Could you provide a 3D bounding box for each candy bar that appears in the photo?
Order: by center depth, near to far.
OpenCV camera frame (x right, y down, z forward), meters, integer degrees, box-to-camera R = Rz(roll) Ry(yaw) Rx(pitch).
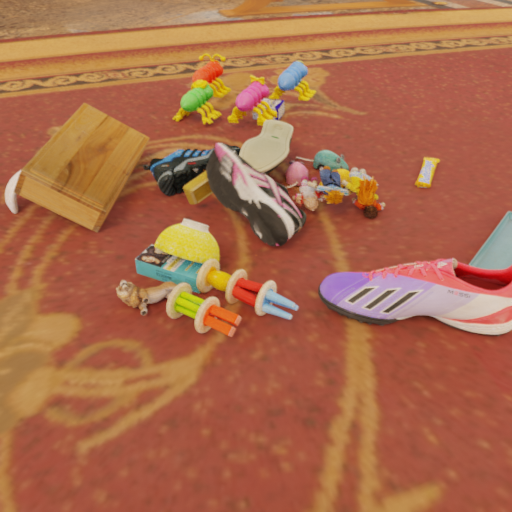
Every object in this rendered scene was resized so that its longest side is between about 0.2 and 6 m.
[{"bbox_3d":[3.826,-1.864,12.527,0.359,0.160,1.441,13,37,18],"label":"candy bar"}]

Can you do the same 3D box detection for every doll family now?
[{"bbox_3d":[1.701,-1.328,11.046,1.898,0.855,1.178,7,37,-4],"label":"doll family"}]

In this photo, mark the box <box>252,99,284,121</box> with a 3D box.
[{"bbox_3d":[0.342,-3.979,15.241,0.737,0.387,0.678,10,38,13],"label":"box"}]

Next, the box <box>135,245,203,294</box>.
[{"bbox_3d":[-1.380,0.208,9.532,1.276,0.314,0.525,16,39,21],"label":"box"}]

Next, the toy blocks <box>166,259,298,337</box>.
[{"bbox_3d":[-0.323,0.755,8.540,1.637,0.595,1.365,20,40,25],"label":"toy blocks"}]

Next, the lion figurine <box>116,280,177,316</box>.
[{"bbox_3d":[-1.621,0.609,8.970,1.150,0.417,0.704,-3,22,-25],"label":"lion figurine"}]

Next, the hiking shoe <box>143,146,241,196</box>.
[{"bbox_3d":[-1.276,-2.077,12.131,2.155,0.802,0.934,-21,56,-27],"label":"hiking shoe"}]

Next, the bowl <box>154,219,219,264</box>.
[{"bbox_3d":[-1.099,-0.281,9.510,1.124,0.605,1.124,17,3,-1],"label":"bowl"}]

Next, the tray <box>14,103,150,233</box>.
[{"bbox_3d":[-3.461,-1.975,11.679,1.660,0.623,3.365,27,35,-13],"label":"tray"}]

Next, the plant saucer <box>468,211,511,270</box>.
[{"bbox_3d":[4.595,-0.151,10.131,0.788,0.214,2.253,24,41,29],"label":"plant saucer"}]

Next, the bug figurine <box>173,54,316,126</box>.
[{"bbox_3d":[-0.492,-4.561,15.107,3.858,0.993,2.992,9,43,23],"label":"bug figurine"}]

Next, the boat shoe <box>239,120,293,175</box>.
[{"bbox_3d":[0.220,-2.170,12.263,0.928,0.873,2.583,21,34,5],"label":"boat shoe"}]

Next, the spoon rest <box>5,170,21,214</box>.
[{"bbox_3d":[-3.980,-1.668,11.742,2.530,0.767,1.257,-25,44,-29],"label":"spoon rest"}]

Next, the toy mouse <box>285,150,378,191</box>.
[{"bbox_3d":[1.327,-1.972,12.449,2.130,0.412,1.893,-13,38,-17],"label":"toy mouse"}]

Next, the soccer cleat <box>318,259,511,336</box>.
[{"bbox_3d":[2.465,0.451,8.521,2.999,1.098,1.023,7,36,9],"label":"soccer cleat"}]

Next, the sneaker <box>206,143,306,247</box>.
[{"bbox_3d":[0.016,-1.177,10.554,1.001,0.932,2.320,-25,73,-46],"label":"sneaker"}]

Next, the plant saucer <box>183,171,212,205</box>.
[{"bbox_3d":[-1.068,-1.318,11.030,0.662,0.662,0.160,-37,66,-10],"label":"plant saucer"}]
